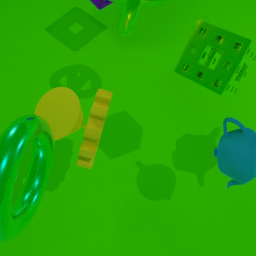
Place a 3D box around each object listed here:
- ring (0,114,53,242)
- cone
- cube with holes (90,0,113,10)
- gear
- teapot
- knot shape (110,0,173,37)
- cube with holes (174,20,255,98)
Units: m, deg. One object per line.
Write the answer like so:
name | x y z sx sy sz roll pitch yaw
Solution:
ring | -1.561 0.703 4.137 0.369 1.844 1.844 12 71 2
cone | -1.090 -0.149 5.410 0.984 0.988 0.984 -6 74 22
cube with holes | -0.589 -4.327 7.457 1.329 1.329 1.329 46 60 0
gear | -0.651 0.023 5.539 0.287 1.551 1.551 16 71 -5
teapot | 2.118 0.562 5.498 0.832 1.699 1.056 2 29 35
knot shape | 0.114 -2.801 5.567 1.840 0.909 1.966 30 81 46
cube with holes | 1.583 -1.176 4.965 0.939 0.939 0.939 34 109 27
